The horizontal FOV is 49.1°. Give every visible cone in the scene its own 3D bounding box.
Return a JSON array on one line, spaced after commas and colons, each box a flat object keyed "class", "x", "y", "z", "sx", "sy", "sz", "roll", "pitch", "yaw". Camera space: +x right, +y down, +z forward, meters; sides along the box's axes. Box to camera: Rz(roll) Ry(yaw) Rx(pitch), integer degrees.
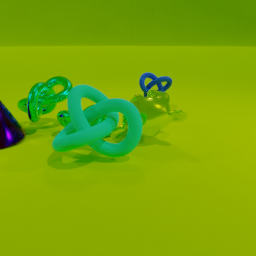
[{"class": "cone", "x": -3.102, "y": -0.405, "z": 6.283, "sx": 1.370, "sy": 1.375, "sz": 1.370, "roll": 0, "pitch": 24, "yaw": 0}]

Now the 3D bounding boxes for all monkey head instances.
[{"class": "monkey head", "x": 0.532, "y": -0.172, "z": 6.540, "sx": 1.831, "sy": 1.317, "sz": 1.103, "roll": -16, "pitch": 42, "yaw": 22}]

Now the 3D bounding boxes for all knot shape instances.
[{"class": "knot shape", "x": -2.283, "y": -0.711, "z": 7.401, "sx": 1.477, "sy": 0.729, "sz": 1.578, "roll": -28, "pitch": 15, "yaw": 43}, {"class": "knot shape", "x": -0.924, "y": -0.087, "z": 6.636, "sx": 1.491, "sy": 0.689, "sz": 1.395, "roll": -4, "pitch": 18, "yaw": -12}, {"class": "knot shape", "x": 1.015, "y": -1.429, "z": 9.718, "sx": 1.111, "sy": 1.188, "sz": 0.549, "roll": -23, "pitch": 23, "yaw": 4}, {"class": "knot shape", "x": -0.659, "y": -0.208, "z": 5.597, "sx": 1.754, "sy": 0.811, "sz": 1.642, "roll": -9, "pitch": 52, "yaw": -5}]
